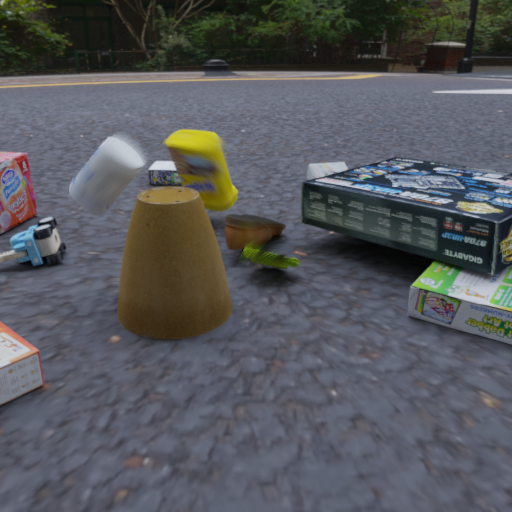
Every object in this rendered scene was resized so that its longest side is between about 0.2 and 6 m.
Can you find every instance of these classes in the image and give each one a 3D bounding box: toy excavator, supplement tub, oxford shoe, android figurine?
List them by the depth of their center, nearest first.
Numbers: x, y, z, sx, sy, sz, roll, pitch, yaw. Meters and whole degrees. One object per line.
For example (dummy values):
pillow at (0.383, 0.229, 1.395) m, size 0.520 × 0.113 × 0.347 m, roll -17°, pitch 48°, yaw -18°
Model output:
supplement tub at (-2.262, -1.193, 8.427) m, size 0.673 × 1.021 × 0.673 m, roll 38°, pitch 20°, yaw -16°
android figurine at (0.244, 0.051, 9.310) m, size 0.926 × 0.209 × 1.017 m, roll 13°, pitch -3°, yaw 3°
toy excavator at (-4.114, -0.058, 9.739) m, size 1.337 × 0.668 × 1.300 m, roll -16°, pitch 23°, yaw -5°
oxford shoe at (-0.054, -0.413, 10.519) m, size 0.688 × 0.688 × 1.929 m, roll 15°, pitch 11°, yaw 28°

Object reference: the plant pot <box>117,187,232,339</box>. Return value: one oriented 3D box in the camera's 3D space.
plant pot at (-1.183, -0.012, 7.979) m, size 1.682 × 1.805 × 1.682 m, roll 1°, pitch 23°, yaw 0°

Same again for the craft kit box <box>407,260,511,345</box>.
craft kit box at (3.874, 0.514, 8.347) m, size 2.466 × 0.606 × 2.497 m, roll 18°, pitch 28°, yaw 30°

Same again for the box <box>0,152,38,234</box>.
box at (-6.279, -1.407, 11.730) m, size 2.864 × 1.428 × 1.367 m, roll 4°, pitch 23°, yaw 12°

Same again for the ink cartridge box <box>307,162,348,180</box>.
ink cartridge box at (1.852, -2.007, 14.228) m, size 0.964 × 0.399 × 0.703 m, roll -5°, pitch 45°, yaw -13°

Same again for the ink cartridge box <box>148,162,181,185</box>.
ink cartridge box at (-1.913, -2.194, 14.898) m, size 1.742 × 0.439 × 0.949 m, roll 2°, pitch 23°, yaw 1°

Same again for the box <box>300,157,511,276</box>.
box at (3.208, -0.948, 10.100) m, size 3.053 × 0.883 × 3.841 m, roll -20°, pitch 27°, yaw -39°

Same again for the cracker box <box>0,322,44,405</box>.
cracker box at (-3.520, 1.396, 6.259) m, size 1.213 × 0.522 × 1.811 m, roll 20°, pitch 29°, yaw 39°

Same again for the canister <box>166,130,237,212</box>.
canister at (-1.113, -1.751, 11.454) m, size 1.155 × 1.555 × 0.673 m, roll 12°, pitch 50°, yaw 28°
